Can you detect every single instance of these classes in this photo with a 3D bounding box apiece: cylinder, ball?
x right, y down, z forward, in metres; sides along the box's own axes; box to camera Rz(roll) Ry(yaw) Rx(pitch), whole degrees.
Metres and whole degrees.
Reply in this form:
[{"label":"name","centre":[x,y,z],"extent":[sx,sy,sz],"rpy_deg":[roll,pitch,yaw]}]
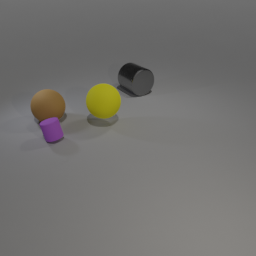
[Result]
[{"label":"cylinder","centre":[0.401,-2.534,14.480],"extent":[1.400,1.400,1.400],"rpy_deg":[-18,33,-28]},{"label":"cylinder","centre":[-2.841,0.059,10.432],"extent":[0.700,0.700,0.700],"rpy_deg":[-13,22,5]},{"label":"ball","centre":[-0.980,-1.072,11.216],"extent":[1.400,1.400,1.400],"rpy_deg":[0,29,0]},{"label":"ball","centre":[-3.306,-0.902,11.612],"extent":[1.400,1.400,1.400],"rpy_deg":[0,29,0]}]
